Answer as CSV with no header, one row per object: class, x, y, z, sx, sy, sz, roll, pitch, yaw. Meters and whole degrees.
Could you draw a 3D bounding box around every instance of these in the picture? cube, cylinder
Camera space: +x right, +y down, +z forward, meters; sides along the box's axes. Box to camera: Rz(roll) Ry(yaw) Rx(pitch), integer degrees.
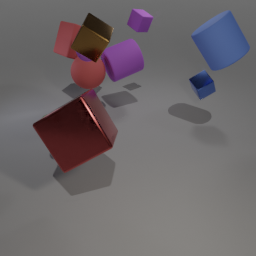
cube,-1.238,0.018,7.099,1.400,1.400,1.400,-28,12,10
cylinder,3.050,-2.868,9.272,1.400,1.400,1.400,-34,16,11
cube,-0.851,-2.156,6.708,0.700,0.700,0.700,27,42,-18
cube,0.515,-4.564,11.924,0.700,0.700,0.700,-19,54,-43
cylinder,-0.246,-2.854,11.837,1.400,1.400,1.400,-26,36,-11
cube,-2.257,-3.780,12.461,1.400,1.400,1.400,6,17,-42
cube,2.899,-1.667,10.909,0.700,0.700,0.700,-30,55,7

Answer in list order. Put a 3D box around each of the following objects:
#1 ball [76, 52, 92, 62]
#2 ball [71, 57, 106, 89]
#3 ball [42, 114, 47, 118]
ball,-1.283,-2.444,8.788,0.700,0.700,0.700,0,30,0
ball,-1.600,-2.274,11.289,1.400,1.400,1.400,0,30,0
ball,-2.307,-0.078,8.389,0.700,0.700,0.700,0,30,0
